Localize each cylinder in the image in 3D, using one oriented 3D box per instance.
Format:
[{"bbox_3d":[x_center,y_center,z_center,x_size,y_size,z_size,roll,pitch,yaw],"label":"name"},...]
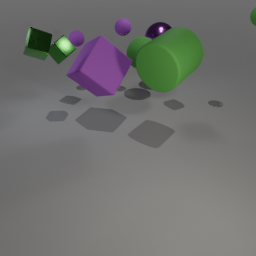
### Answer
[{"bbox_3d":[1.159,-1.912,7.806,1.400,1.400,1.400,21,45,32],"label":"cylinder"}]

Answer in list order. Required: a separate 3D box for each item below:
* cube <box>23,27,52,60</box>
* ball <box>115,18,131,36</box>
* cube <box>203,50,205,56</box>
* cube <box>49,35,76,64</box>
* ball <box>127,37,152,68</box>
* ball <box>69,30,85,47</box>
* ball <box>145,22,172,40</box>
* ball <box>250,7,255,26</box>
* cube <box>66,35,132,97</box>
[{"bbox_3d":[-2.902,-2.686,9.004,0.700,0.700,0.700,12,-10,-26],"label":"cube"},{"bbox_3d":[-0.214,-4.249,11.814,0.700,0.700,0.700,0,30,0],"label":"ball"},{"bbox_3d":[2.375,-2.856,10.665,0.700,0.700,0.700,-30,0,-4],"label":"cube"},{"bbox_3d":[-2.661,-3.107,11.145,0.700,0.700,0.700,-22,26,47],"label":"cube"},{"bbox_3d":[0.636,-3.246,12.210,1.400,1.400,1.400,0,30,0],"label":"ball"},{"bbox_3d":[-2.287,-3.984,12.474,0.700,0.700,0.700,0,30,0],"label":"ball"},{"bbox_3d":[1.473,-4.162,12.963,1.400,1.400,1.400,0,30,0],"label":"ball"},{"bbox_3d":[4.482,-3.770,9.401,0.700,0.700,0.700,0,30,0],"label":"ball"},{"bbox_3d":[-0.989,-2.038,9.555,1.400,1.400,1.400,7,66,59],"label":"cube"}]
